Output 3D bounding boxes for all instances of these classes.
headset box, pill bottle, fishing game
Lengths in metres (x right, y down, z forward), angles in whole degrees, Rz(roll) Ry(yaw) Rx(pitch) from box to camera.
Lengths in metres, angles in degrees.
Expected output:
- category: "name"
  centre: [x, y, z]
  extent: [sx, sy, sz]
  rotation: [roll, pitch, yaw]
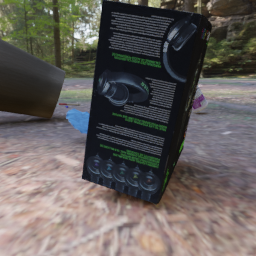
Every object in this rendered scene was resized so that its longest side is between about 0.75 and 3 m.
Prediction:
- category: "headset box"
  centre: [0.336, -0.377, 3.904]
  extent: [1.053, 2.271, 1.977]
  rotation: [15, 19, 15]
- category: "pill bottle"
  centre: [2.340, -1.184, 10.056]
  extent: [0.637, 1.135, 0.637]
  rotation: [-31, 14, 9]
- category: "fishing game"
  centre: [-0.994, -0.106, 6.361]
  extent: [1.308, 0.203, 0.936]
  rotation: [47, 28, 23]

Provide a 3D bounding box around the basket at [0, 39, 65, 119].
- category: "basket"
  centre: [-3.542, -1.440, 8.547]
  extent: [2.867, 2.585, 1.950]
  rotation: [18, -32, -19]
